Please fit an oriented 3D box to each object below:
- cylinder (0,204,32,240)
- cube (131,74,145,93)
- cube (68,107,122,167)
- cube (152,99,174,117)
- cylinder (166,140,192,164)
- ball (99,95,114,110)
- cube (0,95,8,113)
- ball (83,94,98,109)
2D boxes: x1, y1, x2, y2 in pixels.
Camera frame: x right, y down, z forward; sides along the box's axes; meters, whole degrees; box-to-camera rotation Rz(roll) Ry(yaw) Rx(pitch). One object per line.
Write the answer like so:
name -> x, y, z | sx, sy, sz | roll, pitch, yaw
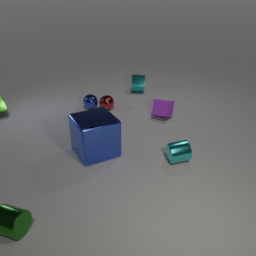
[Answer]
cylinder -> -2.842, 2.268, 6.815 | 0.700, 0.700, 0.700 | 10, 30, 18
cube -> 0.550, -2.368, 15.011 | 0.700, 0.700, 0.700 | 4, 65, 1
cube -> -1.153, 0.253, 9.780 | 1.400, 1.400, 1.400 | -15, 32, -25
cube -> 1.554, -0.886, 12.342 | 0.700, 0.700, 0.700 | 11, 9, 31
cylinder -> 1.703, 0.797, 9.441 | 0.700, 0.700, 0.700 | -11, 30, -7
ball -> -0.994, -1.199, 13.177 | 0.700, 0.700, 0.700 | 0, 29, 0
cube -> -5.844, -0.998, 12.426 | 0.700, 0.700, 0.700 | -30, 18, -25
ball -> -1.775, -1.250, 13.264 | 0.700, 0.700, 0.700 | 0, 29, 0
